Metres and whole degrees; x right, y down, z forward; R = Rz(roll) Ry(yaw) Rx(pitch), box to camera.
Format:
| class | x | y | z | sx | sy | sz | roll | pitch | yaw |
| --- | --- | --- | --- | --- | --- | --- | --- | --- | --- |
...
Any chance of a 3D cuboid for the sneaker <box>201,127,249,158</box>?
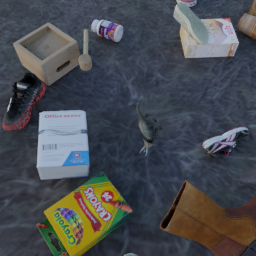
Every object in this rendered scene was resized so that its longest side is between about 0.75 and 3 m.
| class | x | y | z | sx | sy | sz | roll | pitch | yaw |
| --- | --- | --- | --- | --- | --- | --- | --- | --- | --- |
| sneaker | 2.955 | 0.480 | 8.377 | 1.494 | 0.600 | 0.645 | -20 | 76 | -8 |

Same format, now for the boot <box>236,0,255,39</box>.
| class | x | y | z | sx | sy | sz | roll | pitch | yaw |
| --- | --- | --- | --- | --- | --- | --- | --- | --- | --- |
| boot | 5.780 | -4.397 | 11.176 | 1.995 | 0.986 | 2.570 | 31 | 62 | 18 |

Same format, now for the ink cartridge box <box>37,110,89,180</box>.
| class | x | y | z | sx | sy | sz | roll | pitch | yaw |
| --- | --- | --- | --- | --- | --- | --- | --- | --- | --- |
| ink cartridge box | -1.833 | 0.450 | 8.010 | 1.336 | 0.771 | 1.841 | -2 | 54 | -10 |

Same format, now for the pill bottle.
| class | x | y | z | sx | sy | sz | roll | pitch | yaw |
| --- | --- | --- | --- | --- | --- | --- | --- | --- | --- |
| pill bottle | -0.830 | -3.874 | 11.045 | 1.153 | 0.642 | 0.642 | 23 | 60 | 15 |

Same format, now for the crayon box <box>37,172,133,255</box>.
| class | x | y | z | sx | sy | sz | roll | pitch | yaw |
| --- | --- | --- | --- | --- | --- | --- | --- | --- | --- |
| crayon box | -1.125 | 2.290 | 7.133 | 2.154 | 0.547 | 1.368 | -34 | 63 | -19 |

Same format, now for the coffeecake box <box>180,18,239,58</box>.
| class | x | y | z | sx | sy | sz | roll | pitch | yaw |
| --- | --- | --- | --- | --- | --- | --- | --- | --- | --- |
| coffeecake box | 3.058 | -3.454 | 10.742 | 1.881 | 0.687 | 1.444 | -2 | 57 | -2 |

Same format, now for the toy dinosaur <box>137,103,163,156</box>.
| class | x | y | z | sx | sy | sz | roll | pitch | yaw |
| --- | --- | --- | --- | --- | --- | --- | --- | --- | --- |
| toy dinosaur | 0.585 | -0.005 | 8.085 | 0.566 | 1.472 | 0.753 | -3 | 25 | 28 |

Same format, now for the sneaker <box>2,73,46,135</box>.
| class | x | y | z | sx | sy | sz | roll | pitch | yaw |
| --- | --- | --- | --- | --- | --- | --- | --- | --- | --- |
| sneaker | -3.382 | -0.870 | 8.862 | 0.777 | 1.075 | 2.200 | 16 | 60 | 7 |

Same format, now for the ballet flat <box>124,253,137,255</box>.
| class | x | y | z | sx | sy | sz | roll | pitch | yaw |
| --- | --- | --- | --- | --- | --- | --- | --- | --- | --- |
| ballet flat | 0.532 | 3.628 | 6.215 | 0.713 | 0.603 | 1.886 | -39 | 69 | -24 |

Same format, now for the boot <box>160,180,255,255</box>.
| class | x | y | z | sx | sy | sz | roll | pitch | yaw |
| --- | --- | --- | --- | --- | --- | --- | --- | --- | --- |
| boot | 2.190 | 1.824 | 6.494 | 2.345 | 0.803 | 2.208 | 32 | 96 | -11 |

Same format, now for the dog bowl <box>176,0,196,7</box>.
| class | x | y | z | sx | sy | sz | roll | pitch | yaw |
| --- | --- | --- | --- | --- | --- | --- | --- | --- | --- |
| dog bowl | 2.624 | -5.765 | 12.447 | 0.897 | 0.331 | 0.897 | 0 | 58 | 0 |

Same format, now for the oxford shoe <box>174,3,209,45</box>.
| class | x | y | z | sx | sy | sz | roll | pitch | yaw |
| --- | --- | --- | --- | --- | --- | --- | --- | --- | --- |
| oxford shoe | 2.300 | -3.743 | 10.248 | 0.692 | 0.531 | 1.839 | -28 | 77 | -25 |

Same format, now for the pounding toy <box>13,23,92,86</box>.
| class | x | y | z | sx | sy | sz | roll | pitch | yaw |
| --- | --- | --- | --- | --- | --- | --- | --- | --- | --- |
| pounding toy | -2.210 | -2.517 | 9.860 | 2.517 | 1.152 | 2.211 | 37 | 64 | 21 |
